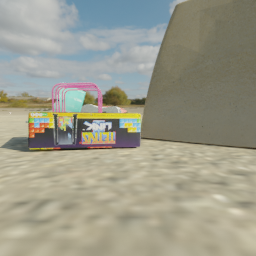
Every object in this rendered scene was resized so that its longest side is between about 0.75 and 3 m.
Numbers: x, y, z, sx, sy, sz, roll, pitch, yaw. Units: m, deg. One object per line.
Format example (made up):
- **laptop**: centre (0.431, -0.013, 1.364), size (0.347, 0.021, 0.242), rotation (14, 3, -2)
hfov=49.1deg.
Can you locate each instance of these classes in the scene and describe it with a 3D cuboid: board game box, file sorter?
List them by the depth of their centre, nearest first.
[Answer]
- **board game box**: centre (-0.769, -0.006, 4.460), size (1.480, 0.508, 1.791), rotation (1, 3, -16)
- **file sorter**: centre (-1.674, -0.773, 9.809), size (1.592, 1.436, 2.290), rotation (-1, 3, -3)

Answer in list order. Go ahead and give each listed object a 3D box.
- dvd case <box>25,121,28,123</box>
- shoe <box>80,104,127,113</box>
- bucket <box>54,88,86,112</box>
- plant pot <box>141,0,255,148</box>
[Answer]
- **dvd case**: centre (-4.347, -0.300, 13.344), size (0.952, 0.105, 0.695), rotation (0, 3, -12)
- **shoe**: centre (-1.240, -0.689, 14.320), size (2.491, 0.890, 1.133), rotation (2, -4, 28)
- **bucket**: centre (-2.697, -1.091, 12.846), size (1.151, 1.769, 1.769), rotation (17, 1, -9)
- **plant pot**: centre (2.169, -1.058, 5.216), size (2.855, 2.530, 2.858), rotation (-3, 5, -43)
